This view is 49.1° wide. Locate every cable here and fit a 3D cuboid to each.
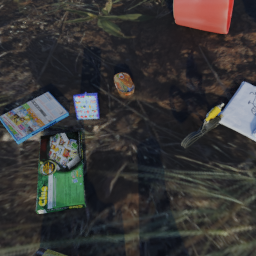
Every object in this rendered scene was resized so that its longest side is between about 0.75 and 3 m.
[{"bbox_3d":[2.252,-0.003,8.638,1.898,0.922,0.478,-35,67,-15],"label":"cable"}]

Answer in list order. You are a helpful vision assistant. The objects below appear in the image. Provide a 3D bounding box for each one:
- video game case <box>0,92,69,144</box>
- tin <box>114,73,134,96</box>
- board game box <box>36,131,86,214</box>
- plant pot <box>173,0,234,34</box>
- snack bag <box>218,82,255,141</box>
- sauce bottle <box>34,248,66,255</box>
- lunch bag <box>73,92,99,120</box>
[{"bbox_3d":[-3.131,-0.393,9.364,1.879,0.167,1.345,-33,59,-24],"label":"video game case"},{"bbox_3d":[-0.153,-1.615,10.320,0.622,0.233,1.111,-10,52,-14],"label":"tin"},{"bbox_3d":[-1.920,1.175,8.044,1.282,0.287,2.447,-5,51,-7],"label":"board game box"},{"bbox_3d":[3.279,-5.416,12.078,2.283,2.581,2.581,8,51,21],"label":"plant pot"},{"bbox_3d":[4.618,-0.475,9.352,2.658,0.284,2.506,31,58,22],"label":"snack bag"},{"bbox_3d":[-1.204,3.225,6.175,1.884,0.610,0.610,15,53,12],"label":"sauce bottle"},{"bbox_3d":[-1.343,-0.764,9.126,0.748,0.993,0.467,-3,51,-2],"label":"lunch bag"}]
